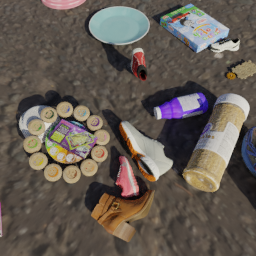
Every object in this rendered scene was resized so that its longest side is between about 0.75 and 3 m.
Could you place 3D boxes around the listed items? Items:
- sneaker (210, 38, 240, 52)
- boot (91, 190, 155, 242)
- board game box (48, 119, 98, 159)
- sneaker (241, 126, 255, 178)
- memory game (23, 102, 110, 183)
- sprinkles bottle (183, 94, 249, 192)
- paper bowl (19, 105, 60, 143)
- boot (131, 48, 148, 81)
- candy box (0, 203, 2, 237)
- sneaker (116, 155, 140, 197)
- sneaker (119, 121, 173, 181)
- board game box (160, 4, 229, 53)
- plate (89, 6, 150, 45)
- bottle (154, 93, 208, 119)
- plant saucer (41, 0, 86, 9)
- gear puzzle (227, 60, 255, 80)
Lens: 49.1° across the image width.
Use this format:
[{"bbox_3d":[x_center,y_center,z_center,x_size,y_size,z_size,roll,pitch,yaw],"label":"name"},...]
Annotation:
[{"bbox_3d":[3.671,-3.185,10.626,1.151,0.460,0.424,-8,58,-3],"label":"sneaker"},{"bbox_3d":[-0.105,1.957,7.145,1.178,0.561,1.522,26,56,23],"label":"boot"},{"bbox_3d":[-1.546,0.303,7.868,1.217,0.196,0.730,26,69,14],"label":"board game box"},{"bbox_3d":[3.892,1.112,7.343,1.077,1.121,2.859,-5,57,-5],"label":"sneaker"},{"bbox_3d":[-1.714,0.375,8.004,2.438,0.155,2.438,5,68,-11],"label":"memory game"},{"bbox_3d":[2.548,0.336,7.929,0.999,0.999,2.927,24,60,15],"label":"sprinkles bottle"},{"bbox_3d":[-2.687,-0.196,8.527,1.194,0.621,1.194,0,55,0],"label":"paper bowl"},{"bbox_3d":[0.408,-1.819,9.252,0.494,1.364,0.984,-12,68,0],"label":"boot"},{"bbox_3d":[-3.877,2.381,6.920,1.345,0.410,0.917,-14,57,-9],"label":"candy box"},{"bbox_3d":[-0.112,1.296,7.622,0.550,0.467,1.267,-17,56,-6],"label":"sneaker"},{"bbox_3d":[0.491,0.540,8.054,0.914,0.752,1.986,-25,67,-24],"label":"sneaker"},{"bbox_3d":[2.627,-4.053,11.219,1.667,0.403,2.203,-31,61,-19],"label":"board game box"},{"bbox_3d":[-0.350,-4.081,11.312,2.430,0.311,2.430,0,56,-1],"label":"plate"},{"bbox_3d":[1.654,-0.641,8.862,1.657,0.541,0.692,-14,56,-9],"label":"bottle"},{"bbox_3d":[-2.895,-6.189,12.575,2.180,0.552,2.180,0,56,0],"label":"plant saucer"},{"bbox_3d":[4.068,-1.982,10.017,1.217,0.159,0.630,-25,62,-13],"label":"gear puzzle"}]
